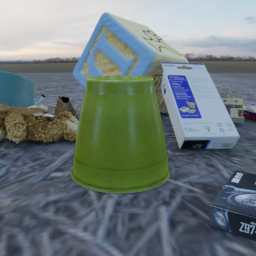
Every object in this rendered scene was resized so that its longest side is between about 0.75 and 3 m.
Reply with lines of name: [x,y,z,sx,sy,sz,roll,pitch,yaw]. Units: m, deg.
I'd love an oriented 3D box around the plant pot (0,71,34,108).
plant pot: [-5.148,-1.422,11.259,1.744,1.743,2.467,9,8,32]

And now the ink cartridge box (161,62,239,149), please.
ink cartridge box: [1.693,-0.670,7.241,1.361,0.537,2.737,0,50,-9]

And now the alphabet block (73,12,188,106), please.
alphabet block: [0.104,-2.015,9.440,2.421,2.434,2.479,48,30,21]

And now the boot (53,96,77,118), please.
boot: [-2.259,-0.770,10.110,0.868,0.890,2.359,-6,14,-16]

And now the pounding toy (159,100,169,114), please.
pounding toy: [1.243,-1.265,11.675,2.031,1.444,1.869,20,21,26]

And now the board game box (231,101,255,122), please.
board game box: [4.789,-0.663,10.778,1.584,0.426,2.639,-8,15,-14]

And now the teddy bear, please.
teddy bear: [-2.556,-0.013,7.396,2.791,0.932,2.024,1,19,-28]

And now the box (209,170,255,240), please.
box: [1.874,1.050,3.839,1.126,0.306,1.406,9,16,32]

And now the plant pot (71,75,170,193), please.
plant pot: [-0.131,-0.040,5.172,1.866,1.797,1.866,0,13,0]

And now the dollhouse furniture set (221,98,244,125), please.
dollhouse furniture set: [3.490,-0.425,9.499,0.734,0.738,1.047,4,44,16]

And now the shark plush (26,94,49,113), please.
shark plush: [-3.268,-0.178,8.927,0.901,0.983,2.164,-14,24,38]
